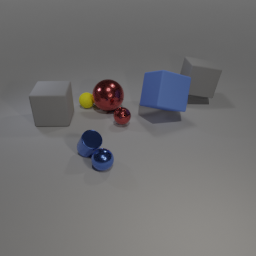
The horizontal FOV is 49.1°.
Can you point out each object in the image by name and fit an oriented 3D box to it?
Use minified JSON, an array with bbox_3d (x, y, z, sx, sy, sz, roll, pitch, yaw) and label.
[{"bbox_3d":[-0.229,-0.485,11.152,0.700,0.700,0.700,0,29,0],"label":"ball"},{"bbox_3d":[-0.868,-1.432,12.287,1.400,1.400,1.400,0,29,0],"label":"ball"},{"bbox_3d":[-1.873,-1.260,12.709,0.700,0.700,0.700,0,29,0],"label":"ball"},{"bbox_3d":[-1.272,0.516,9.245,0.700,0.700,0.700,11,58,-19],"label":"cylinder"},{"bbox_3d":[-0.785,0.975,8.692,0.700,0.700,0.700,0,29,0],"label":"ball"},{"bbox_3d":[1.494,-1.476,11.399,1.400,1.400,1.400,8,2,-28],"label":"cube"},{"bbox_3d":[-3.054,-1.005,11.441,1.400,1.400,1.400,-1,33,-1],"label":"cube"},{"bbox_3d":[3.270,-2.358,12.983,1.400,1.400,1.400,7,28,-8],"label":"cube"}]
